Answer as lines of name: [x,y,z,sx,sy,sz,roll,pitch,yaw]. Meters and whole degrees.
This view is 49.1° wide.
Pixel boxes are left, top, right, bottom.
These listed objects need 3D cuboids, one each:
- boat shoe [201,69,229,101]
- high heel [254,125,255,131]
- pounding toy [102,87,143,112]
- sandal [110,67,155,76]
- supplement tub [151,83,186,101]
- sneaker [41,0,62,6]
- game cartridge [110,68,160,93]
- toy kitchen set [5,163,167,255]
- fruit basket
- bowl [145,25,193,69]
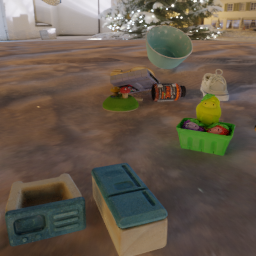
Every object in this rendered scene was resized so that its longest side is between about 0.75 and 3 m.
boat shoe: [3.382,-1.765,10.898,0.886,1.022,2.397,2,21,5]
high heel: [3.219,0.504,5.095,1.714,0.858,2.404,-11,32,-43]
pounding toy: [-0.203,-1.124,9.619,1.233,0.741,1.597,6,22,15]
sandal: [0.031,-2.114,12.525,2.552,0.936,0.840,10,54,43]
supplement tub: [1.501,-1.323,10.295,1.205,0.645,0.645,-5,21,-11]
sneaker: [-2.408,-3.443,6.543,1.898,0.682,0.688,35,56,-2]
game cartridge: [0.313,-1.633,10.194,1.381,0.409,2.131,-13,-7,17]
toy kitchen set: [-0.942,0.503,3.503,2.565,2.055,1.511,-8,21,-19]
fruit basket: [1.789,-0.126,6.355,1.307,1.307,0.943,9,23,23]
bowl: [2.301,-4.706,16.991,2.885,1.509,2.885,6,58,-9]
